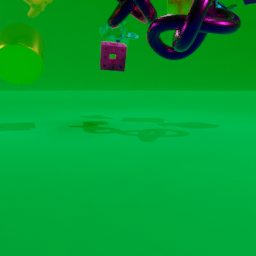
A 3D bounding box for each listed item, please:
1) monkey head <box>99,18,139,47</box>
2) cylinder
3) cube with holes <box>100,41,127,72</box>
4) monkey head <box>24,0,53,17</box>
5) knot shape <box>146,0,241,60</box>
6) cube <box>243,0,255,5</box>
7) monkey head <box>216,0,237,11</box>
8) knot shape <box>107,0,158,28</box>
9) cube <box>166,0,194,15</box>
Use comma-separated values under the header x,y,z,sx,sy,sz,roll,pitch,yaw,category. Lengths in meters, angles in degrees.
x,y,z,sx,sy,sz,roll,pitch,yaw,category
-0.326,-3.283,9.913,1.797,1.083,1.293,-9,27,47,monkey head
-2.950,-2.032,7.696,1.252,1.252,1.252,-2,44,-14,cylinder
-0.455,-2.149,8.398,0.713,0.713,0.713,3,24,-9,cube with holes
-2.248,-3.149,6.569,0.971,0.813,1.350,-25,24,45,monkey head
1.518,-2.209,6.039,1.879,0.928,2.008,-23,2,-20,knot shape
3.391,-3.785,6.845,0.976,0.976,0.976,-50,36,-17,cube
2.279,-2.951,7.489,0.698,0.833,1.158,31,-40,-21,monkey head
0.095,-3.081,6.461,0.889,1.924,1.801,-12,49,-24,knot shape
1.788,-3.976,8.334,1.141,1.141,1.141,2,28,17,cube
